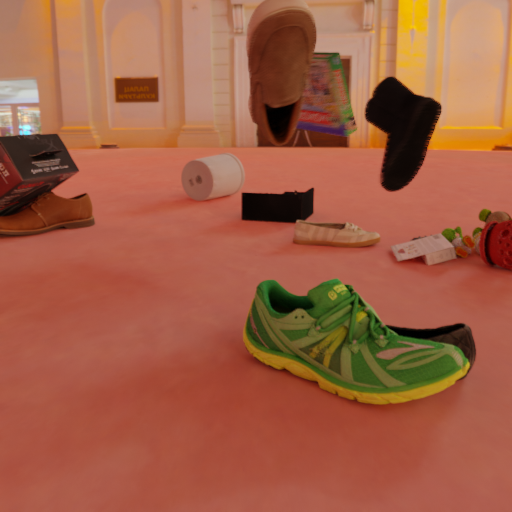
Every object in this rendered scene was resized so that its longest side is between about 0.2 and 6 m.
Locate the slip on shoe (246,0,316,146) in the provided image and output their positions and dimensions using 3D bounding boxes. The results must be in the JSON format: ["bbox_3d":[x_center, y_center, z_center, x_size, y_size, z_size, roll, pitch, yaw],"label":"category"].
[{"bbox_3d":[0.398,-2.950,9.374,1.162,0.926,3.057,-12,-18,-11],"label":"slip on shoe"}]

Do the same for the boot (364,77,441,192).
[{"bbox_3d":[2.640,-2.383,10.880,0.723,1.894,1.591,7,27,-26],"label":"boot"}]

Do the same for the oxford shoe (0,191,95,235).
[{"bbox_3d":[-5.346,-1.071,13.830,0.984,0.983,2.759,14,22,41],"label":"oxford shoe"}]

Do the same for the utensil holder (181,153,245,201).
[{"bbox_3d":[-1.478,-2.703,19.241,1.503,1.503,1.768,9,18,31],"label":"utensil holder"}]

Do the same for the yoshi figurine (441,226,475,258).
[{"bbox_3d":[4.135,-0.318,11.694,0.573,0.571,1.019,-6,11,2],"label":"yoshi figurine"}]

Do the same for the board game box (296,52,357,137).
[{"bbox_3d":[1.211,-4.295,14.690,0.441,2.039,3.030,-37,36,-23],"label":"board game box"}]

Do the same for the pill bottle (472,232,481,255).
[{"bbox_3d":[4.720,-0.227,11.559,0.413,0.413,0.743,3,15,13],"label":"pill bottle"}]

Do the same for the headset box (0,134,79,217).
[{"bbox_3d":[-5.966,-1.790,13.366,3.101,1.163,2.305,-29,5,19],"label":"headset box"}]

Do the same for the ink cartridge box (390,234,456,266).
[{"bbox_3d":[3.335,-0.077,11.283,1.075,0.270,1.239,-16,12,10],"label":"ink cartridge box"}]

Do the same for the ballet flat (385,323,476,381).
[{"bbox_3d":[1.445,0.884,6.646,2.269,0.644,0.754,9,17,32],"label":"ballet flat"}]

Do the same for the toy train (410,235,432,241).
[{"bbox_3d":[3.690,-0.327,12.368,0.584,0.249,0.333,-7,3,-17],"label":"toy train"}]

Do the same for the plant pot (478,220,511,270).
[{"bbox_3d":[4.733,-0.207,10.420,0.976,0.976,0.888,-12,12,-40],"label":"plant pot"}]

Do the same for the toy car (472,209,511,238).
[{"bbox_3d":[5.452,-0.544,12.269,1.044,0.824,0.858,3,18,-37],"label":"toy car"}]

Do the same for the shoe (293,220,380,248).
[{"bbox_3d":[1.783,-0.505,12.434,1.940,0.518,0.678,2,14,7],"label":"shoe"}]

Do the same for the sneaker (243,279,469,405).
[{"bbox_3d":[0.913,0.829,5.981,2.575,1.076,0.954,10,17,33],"label":"sneaker"}]

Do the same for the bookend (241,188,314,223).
[{"bbox_3d":[0.650,-1.469,15.736,1.693,0.785,1.703,4,14,17],"label":"bookend"}]
